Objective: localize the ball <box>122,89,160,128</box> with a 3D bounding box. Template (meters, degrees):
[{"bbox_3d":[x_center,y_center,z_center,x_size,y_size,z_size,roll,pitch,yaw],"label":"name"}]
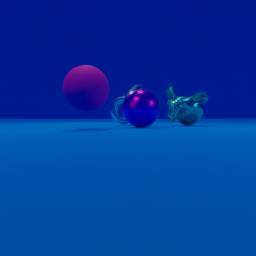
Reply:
[{"bbox_3d":[0.361,-0.534,7.716,1.052,1.052,1.052,0,2,0],"label":"ball"}]

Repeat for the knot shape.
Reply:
[{"bbox_3d":[0.269,-0.730,10.262,1.471,1.573,0.727,30,24,-29],"label":"knot shape"}]

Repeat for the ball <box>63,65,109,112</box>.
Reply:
[{"bbox_3d":[-0.961,-0.904,6.435,1.050,1.050,1.050,0,2,0],"label":"ball"}]

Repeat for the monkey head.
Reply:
[{"bbox_3d":[1.956,-0.804,9.695,1.180,1.408,1.957,-7,-20,-11],"label":"monkey head"}]
